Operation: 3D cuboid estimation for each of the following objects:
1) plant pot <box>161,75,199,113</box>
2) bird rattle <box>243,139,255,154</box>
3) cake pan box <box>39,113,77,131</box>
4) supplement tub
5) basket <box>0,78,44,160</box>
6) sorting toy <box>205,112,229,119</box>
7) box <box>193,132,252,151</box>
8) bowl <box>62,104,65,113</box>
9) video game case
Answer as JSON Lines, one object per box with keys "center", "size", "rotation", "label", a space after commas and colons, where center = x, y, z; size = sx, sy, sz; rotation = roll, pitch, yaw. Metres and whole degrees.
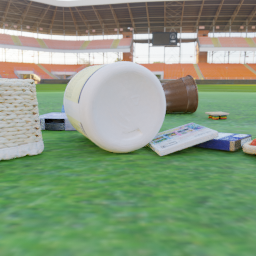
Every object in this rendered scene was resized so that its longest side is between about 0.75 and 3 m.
{"center": [2.387, -1.677, 14.972], "size": [2.059, 2.080, 2.080], "rotation": [-9, 10, -7], "label": "plant pot"}
{"center": [3.154, 0.472, 6.403], "size": [1.011, 0.699, 1.240], "rotation": [-7, 15, 45], "label": "bird rattle"}
{"center": [-2.425, -0.272, 10.564], "size": [1.724, 0.490, 1.872], "rotation": [-1, 9, 7], "label": "cake pan box"}
{"center": [-0.558, -0.656, 7.683], "size": [2.159, 2.159, 2.978], "rotation": [-4, 11, -22], "label": "supplement tub"}
{"center": [-3.444, -0.243, 6.490], "size": [2.194, 1.780, 2.214], "rotation": [7, 10, 44], "label": "basket"}
{"center": [4.114, -0.570, 12.943], "size": [0.799, 0.280, 0.804], "rotation": [-2, 10, -10], "label": "sorting toy"}
{"center": [2.216, 0.303, 7.542], "size": [1.798, 0.291, 1.089], "rotation": [7, 11, 44], "label": "box"}
{"center": [-2.451, -1.040, 14.526], "size": [1.956, 0.384, 1.956], "rotation": [0, 19, 0], "label": "bowl"}
{"center": [1.273, 0.245, 7.069], "size": [1.503, 0.178, 1.368], "rotation": [-17, 13, -9], "label": "video game case"}
